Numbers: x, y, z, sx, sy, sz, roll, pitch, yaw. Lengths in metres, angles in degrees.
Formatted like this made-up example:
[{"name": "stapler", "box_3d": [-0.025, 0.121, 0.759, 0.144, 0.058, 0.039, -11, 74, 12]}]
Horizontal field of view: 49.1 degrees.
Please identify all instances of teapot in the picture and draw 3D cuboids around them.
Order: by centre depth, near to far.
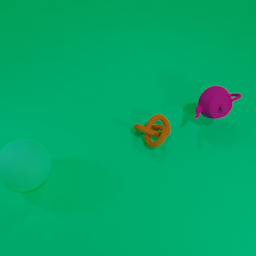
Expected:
[{"name": "teapot", "box_3d": [2.487, -0.664, 7.972, 1.580, 0.983, 0.774, -23, 27, -5]}]

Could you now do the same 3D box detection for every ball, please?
[{"name": "ball", "box_3d": [-2.532, 0.900, 6.816, 1.268, 1.268, 1.268, 0, 49, 0]}]

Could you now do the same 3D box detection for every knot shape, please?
[{"name": "knot shape", "box_3d": [0.800, 0.026, 8.062, 1.036, 0.512, 1.107, -31, 48, -30]}]
